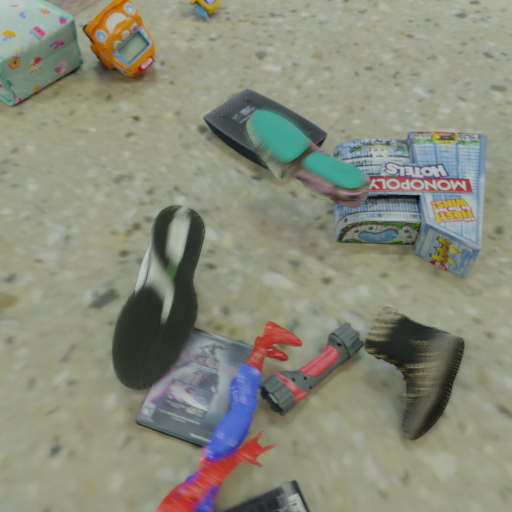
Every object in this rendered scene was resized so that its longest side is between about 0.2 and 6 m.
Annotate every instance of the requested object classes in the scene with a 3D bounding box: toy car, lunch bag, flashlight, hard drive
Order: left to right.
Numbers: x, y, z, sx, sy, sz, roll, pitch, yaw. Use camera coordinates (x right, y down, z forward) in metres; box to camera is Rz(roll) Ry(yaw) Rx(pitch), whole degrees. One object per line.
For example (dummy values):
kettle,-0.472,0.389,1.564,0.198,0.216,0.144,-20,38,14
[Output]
lunch bag,-5.289,-4.602,11.909,2.405,1.467,2.049,34,60,17
toy car,-1.950,-5.305,12.305,1.343,1.979,4.035,46,67,-6
hard drive,0.158,-2.389,10.801,2.109,0.446,1.423,36,60,25
flashlight,0.775,1.499,7.685,1.581,0.535,0.537,-36,74,-22

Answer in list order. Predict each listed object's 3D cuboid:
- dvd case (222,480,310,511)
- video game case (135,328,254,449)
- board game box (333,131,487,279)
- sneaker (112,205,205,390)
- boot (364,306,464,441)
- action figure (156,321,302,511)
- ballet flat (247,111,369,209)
dvd case,-0.187,3.678,6.227,2.136,0.171,1.589,-18,54,-14
video game case,-0.803,1.771,7.744,1.128,0.150,1.579,16,54,12
board game box,2.694,-0.934,9.420,2.684,0.828,2.682,2,51,1
sneaker,-1.339,0.699,7.928,0.967,1.475,2.564,16,66,-8
boot,1.958,1.494,7.340,0.558,1.526,1.149,-6,27,-40
action figure,-0.370,2.303,6.702,0.818,1.035,3.163,35,60,-1
ballet flat,0.752,-1.431,8.942,2.330,0.829,0.806,35,62,20
